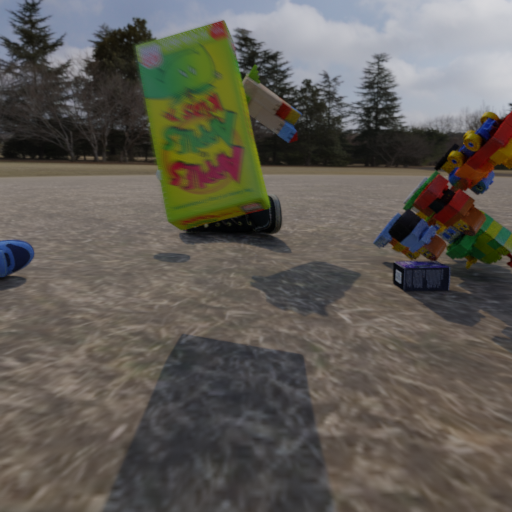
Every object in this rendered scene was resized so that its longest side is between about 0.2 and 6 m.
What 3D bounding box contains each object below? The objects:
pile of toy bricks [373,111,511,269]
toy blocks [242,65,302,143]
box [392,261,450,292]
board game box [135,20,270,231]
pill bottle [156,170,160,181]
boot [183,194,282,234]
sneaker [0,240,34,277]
[{"bbox_3d":[3.566,-0.527,9.512,1.994,2.241,4.039,38,-13,6],"label":"pile of toy bricks"},{"bbox_3d":[0.328,-3.675,13.996,1.799,1.315,2.632,33,17,-13],"label":"toy blocks"},{"bbox_3d":[2.570,0.312,8.736,0.729,0.380,0.539,-2,10,-5],"label":"box"},{"bbox_3d":[-0.757,-1.817,7.875,1.338,2.633,0.627,-13,-10,7],"label":"board game box"},{"bbox_3d":[-2.019,-1.827,13.366,0.493,0.493,0.847,-8,31,-35],"label":"pill bottle"},{"bbox_3d":[-0.685,-0.970,14.039,2.089,0.999,2.766,-7,7,-20],"label":"boot"},{"bbox_3d":[-4.427,0.154,9.117,1.647,0.609,0.677,-16,20,-33],"label":"sneaker"}]
